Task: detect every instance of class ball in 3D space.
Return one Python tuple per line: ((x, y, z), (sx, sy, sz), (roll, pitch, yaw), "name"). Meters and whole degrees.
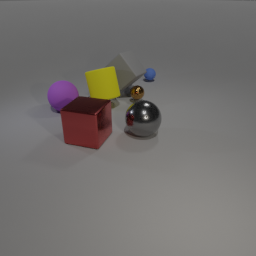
((0.453, -1.727, 13.641), (0.700, 0.700, 0.700), (0, 28, 0), "ball")
((1.282, -3.168, 16.466), (0.700, 0.700, 0.700), (0, 28, 0), "ball")
((0.581, -0.362, 10.693), (1.400, 1.400, 1.400), (0, 28, 0), "ball")
((-2.948, -1.458, 12.761), (1.400, 1.400, 1.400), (0, 28, 0), "ball")

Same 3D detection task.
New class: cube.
((-0.171, -2.886, 14.207), (1.400, 1.400, 1.400), (-36, 2, 32), "cube")
((-1.495, -0.244, 10.426), (1.400, 1.400, 1.400), (8, 29, 17), "cube")

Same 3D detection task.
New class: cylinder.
((-1.173, -2.035, 13.065), (1.400, 1.400, 1.400), (-12, 11, 2), "cylinder")
